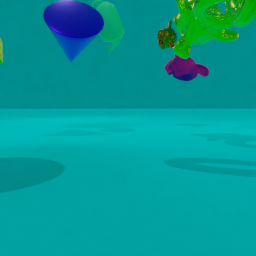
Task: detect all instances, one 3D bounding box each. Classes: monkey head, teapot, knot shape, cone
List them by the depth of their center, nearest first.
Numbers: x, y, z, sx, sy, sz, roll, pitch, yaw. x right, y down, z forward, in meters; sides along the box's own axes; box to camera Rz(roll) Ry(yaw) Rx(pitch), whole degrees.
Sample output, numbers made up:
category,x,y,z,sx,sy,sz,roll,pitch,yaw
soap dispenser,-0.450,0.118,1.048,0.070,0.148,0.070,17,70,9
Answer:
category,x,y,z,sx,sy,sz,roll,pitch,yaw
knot shape,2.117,-2.503,5.243,2.063,0.953,1.930,-44,11,-37
monkey head,1.603,-2.328,6.532,1.778,1.279,1.071,31,-20,-12
cone,-1.493,-2.323,7.553,1.493,1.493,1.499,-1,-34,-16
teapot,-0.641,-3.039,8.354,0.905,1.849,1.150,-22,-11,5
monkey head,1.977,-2.304,9.895,1.054,1.259,1.749,-11,28,-42
monkey head,1.535,-3.386,10.564,0.717,1.190,0.856,-7,10,27

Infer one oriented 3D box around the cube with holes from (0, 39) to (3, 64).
category,x,y,z,sx,sy,sz,roll,pitch,yaw
cube with holes,-4.475,-2.558,8.332,1.052,1.052,1.052,-14,-34,-8
